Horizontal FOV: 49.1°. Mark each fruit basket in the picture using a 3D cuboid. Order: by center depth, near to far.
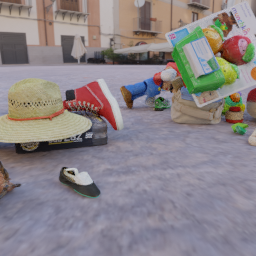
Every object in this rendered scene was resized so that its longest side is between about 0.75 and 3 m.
[{"bbox_3d":[2.648,-2.105,7.765,2.575,2.385,1.207,-22,-8,5],"label":"fruit basket"}]

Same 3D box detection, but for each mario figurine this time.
[{"bbox_3d":[1.143,-1.435,10.473,2.686,1.424,1.658,-23,19,3],"label":"mario figurine"}]

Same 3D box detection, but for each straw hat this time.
[{"bbox_3d":[-1.945,-0.521,5.926,2.379,1.007,2.379,1,17,0],"label":"straw hat"}]

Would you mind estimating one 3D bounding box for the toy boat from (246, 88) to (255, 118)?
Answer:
[{"bbox_3d":[5.132,-1.155,8.743,2.927,1.913,1.910,-8,17,-28],"label":"toy boat"}]

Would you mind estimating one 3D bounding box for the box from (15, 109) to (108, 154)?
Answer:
[{"bbox_3d":[-1.865,-0.128,7.418,2.090,0.637,2.593,-7,18,-19],"label":"box"}]

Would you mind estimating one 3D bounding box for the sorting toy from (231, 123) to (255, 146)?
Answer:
[{"bbox_3d":[3.462,0.172,7.030,1.809,0.266,1.337,9,18,29],"label":"sorting toy"}]

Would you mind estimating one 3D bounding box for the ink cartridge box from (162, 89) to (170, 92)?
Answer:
[{"bbox_3d":[2.269,-2.539,15.796,0.379,0.898,0.656,-14,21,-42],"label":"ink cartridge box"}]

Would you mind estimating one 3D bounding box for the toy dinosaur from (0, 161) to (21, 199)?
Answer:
[{"bbox_3d":[-2.058,0.914,3.614,1.122,0.711,1.656,3,20,-13],"label":"toy dinosaur"}]

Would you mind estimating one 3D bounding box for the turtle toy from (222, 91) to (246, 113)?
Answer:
[{"bbox_3d":[3.630,-1.038,10.258,1.304,0.904,1.789,7,17,26],"label":"turtle toy"}]

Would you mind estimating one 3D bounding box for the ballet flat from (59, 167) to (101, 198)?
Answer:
[{"bbox_3d":[-0.810,0.837,4.495,0.920,0.315,0.313,12,18,37],"label":"ballet flat"}]

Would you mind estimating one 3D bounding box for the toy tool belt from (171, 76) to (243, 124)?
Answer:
[{"bbox_3d":[2.468,-0.881,8.698,2.304,1.416,1.439,1,15,4],"label":"toy tool belt"}]

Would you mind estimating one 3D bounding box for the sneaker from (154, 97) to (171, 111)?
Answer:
[{"bbox_3d":[1.363,-0.987,10.877,0.451,0.492,1.155,7,16,24],"label":"sneaker"}]

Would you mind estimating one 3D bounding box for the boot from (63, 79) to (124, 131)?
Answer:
[{"bbox_3d":[-0.904,-0.439,6.865,1.244,0.624,1.724,-20,51,-15],"label":"boot"}]
